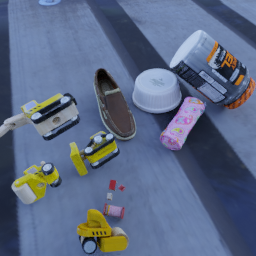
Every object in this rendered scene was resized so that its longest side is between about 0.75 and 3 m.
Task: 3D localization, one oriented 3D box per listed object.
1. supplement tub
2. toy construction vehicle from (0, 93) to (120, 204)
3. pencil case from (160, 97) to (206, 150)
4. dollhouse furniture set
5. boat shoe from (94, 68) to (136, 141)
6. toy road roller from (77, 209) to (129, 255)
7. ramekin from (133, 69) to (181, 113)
[{"bbox_3d":[2.515,-1.639,8.265,2.299,1.409,1.409,34,47,-13],"label":"supplement tub"},{"bbox_3d":[-1.653,0.357,6.313,2.549,2.219,0.898,-34,45,-15],"label":"toy construction vehicle"},{"bbox_3d":[1.513,-0.131,7.638,0.692,0.692,1.583,27,63,23],"label":"pencil case"},{"bbox_3d":[-0.265,1.572,6.226,0.440,0.332,0.817,7,68,6],"label":"dollhouse furniture set"},{"bbox_3d":[-0.474,-0.749,8.040,0.879,0.881,2.381,-22,62,-13],"label":"boat shoe"},{"bbox_3d":[-0.492,1.978,5.453,0.989,0.608,0.722,4,87,-16],"label":"toy road roller"},{"bbox_3d":[0.914,-1.232,8.800,1.565,0.729,1.565,-2,44,2],"label":"ramekin"}]
